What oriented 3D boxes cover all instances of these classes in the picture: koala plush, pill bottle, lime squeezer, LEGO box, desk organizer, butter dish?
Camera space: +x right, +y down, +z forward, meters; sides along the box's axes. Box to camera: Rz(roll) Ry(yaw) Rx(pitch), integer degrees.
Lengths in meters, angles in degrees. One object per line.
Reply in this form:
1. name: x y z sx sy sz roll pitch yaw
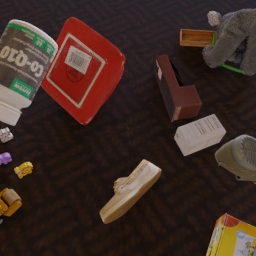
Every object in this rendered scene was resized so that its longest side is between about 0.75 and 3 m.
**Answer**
1. koala plush: 4.386 -3.897 11.386 2.339 2.424 2.638 12 39 -6
2. pill bottle: -3.158 -1.486 7.796 1.475 1.475 2.608 22 83 13
3. lime squeezer: 3.833 -2.955 11.683 0.831 0.444 2.353 -20 61 -4
4. LEGO box: 3.000 3.994 7.227 2.040 1.057 2.739 23 62 13
5. desk organizer: 1.827 -1.600 10.648 0.992 0.924 2.576 -9 60 -8
6. butter dish: -1.352 -2.017 10.334 2.890 2.136 2.882 41 111 20

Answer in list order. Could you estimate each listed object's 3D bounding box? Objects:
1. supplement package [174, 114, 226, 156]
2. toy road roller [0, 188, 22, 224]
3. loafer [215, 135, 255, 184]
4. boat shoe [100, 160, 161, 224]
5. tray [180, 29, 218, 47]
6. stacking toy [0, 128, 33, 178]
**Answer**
1. supplement package: 2.447 0.243 9.600 1.429 0.813 0.783 -20 63 -12
2. toy road roller: -3.861 2.311 8.366 0.695 0.826 1.131 38 66 20
3. loafer: 2.744 0.755 6.036 2.311 0.805 0.869 26 62 -31
4. boat shoe: -0.031 1.884 8.648 0.839 0.895 2.427 39 58 23
5. tray: 3.118 -3.963 12.404 1.596 0.296 0.787 4 60 3
6. stacking toy: -4.553 1.236 9.174 2.355 0.553 1.775 -31 64 -16
